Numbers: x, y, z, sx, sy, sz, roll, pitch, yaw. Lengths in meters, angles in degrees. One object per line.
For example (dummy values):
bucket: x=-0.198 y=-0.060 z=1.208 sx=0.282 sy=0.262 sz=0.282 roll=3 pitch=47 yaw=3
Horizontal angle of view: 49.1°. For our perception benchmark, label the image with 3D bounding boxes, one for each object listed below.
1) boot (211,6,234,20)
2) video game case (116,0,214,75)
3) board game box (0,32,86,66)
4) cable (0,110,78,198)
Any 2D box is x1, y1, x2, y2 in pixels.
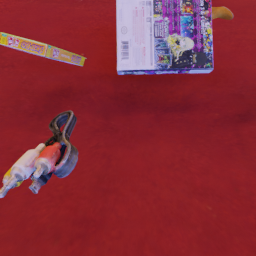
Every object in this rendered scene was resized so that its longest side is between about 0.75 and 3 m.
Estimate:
boot: x=2.497 y=-3.319 z=8.354 sx=1.110 sy=0.391 sz=0.795 roll=31 pitch=68 yaw=10
video game case: x=0.962 y=-2.924 z=7.681 sx=2.598 sy=0.513 sz=2.866 roll=-2 pitch=87 yaw=1
board game box: x=-2.084 y=-2.017 z=7.429 sx=1.202 sy=0.377 sz=2.517 roll=17 pitch=13 yaw=10
cable: x=-0.984 y=0.136 z=3.723 sx=0.907 sy=0.470 sz=1.868 roll=-25 pitch=30 yaw=22
